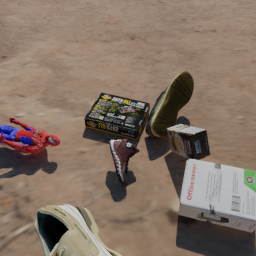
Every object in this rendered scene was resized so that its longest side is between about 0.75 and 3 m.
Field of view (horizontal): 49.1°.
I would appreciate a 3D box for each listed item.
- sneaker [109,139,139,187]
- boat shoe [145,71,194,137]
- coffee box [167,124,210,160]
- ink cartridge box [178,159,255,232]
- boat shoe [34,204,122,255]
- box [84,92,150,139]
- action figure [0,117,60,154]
[{"bbox_3d":[-0.004,0.794,6.969,0.702,0.460,1.215,-14,71,-9],"label":"sneaker"},{"bbox_3d":[1.176,-0.746,8.265,0.762,0.861,2.351,-8,41,55],"label":"boat shoe"},{"bbox_3d":[1.521,0.339,7.179,0.477,0.684,1.196,-17,12,-17],"label":"coffee box"},{"bbox_3d":[2.036,1.475,6.294,1.636,0.688,1.194,11,54,13],"label":"ink cartridge box"},{"bbox_3d":[-0.834,2.241,4.550,1.015,1.109,2.968,23,2,-32],"label":"boat shoe"},{"bbox_3d":[-0.303,-0.404,8.506,1.664,0.410,1.328,13,44,12],"label":"box"},{"bbox_3d":[-3.153,0.189,7.531,2.780,0.718,0.909,9,36,7],"label":"action figure"}]
